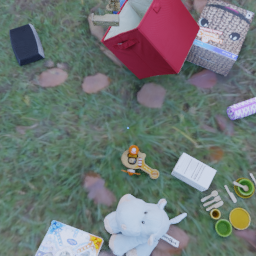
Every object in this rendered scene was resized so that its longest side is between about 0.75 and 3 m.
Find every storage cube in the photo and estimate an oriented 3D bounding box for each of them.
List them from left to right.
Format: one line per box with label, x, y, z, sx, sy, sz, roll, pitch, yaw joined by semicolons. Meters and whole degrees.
storage cube;0.848;-3.368;10.025;2.243;2.133;2.496;40;68;-32

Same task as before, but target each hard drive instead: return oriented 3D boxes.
hard drive;-4.186;-3.456;11.456;1.159;0.364;1.718;-21;72;-7

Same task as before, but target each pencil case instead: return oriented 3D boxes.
pencil case;4.383;-0.740;10.401;1.362;0.582;0.572;-22;77;-6

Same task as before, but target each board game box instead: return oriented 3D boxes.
board game box;-1.182;2.410;5.208;1.119;0.145;1.119;15;56;14
board game box;3.537;-3.614;11.081;1.918;1.165;2.406;24;72;8

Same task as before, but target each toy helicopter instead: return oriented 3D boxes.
toy helicopter;0.406;1.345;9.707;1.462;0.577;0.967;34;71;3

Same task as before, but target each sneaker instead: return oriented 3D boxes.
sneaker;0.483;-5.048;11.736;2.314;0.909;1.032;-11;68;-4

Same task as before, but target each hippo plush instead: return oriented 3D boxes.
hippo plush;0.451;3.068;8.288;2.542;2.044;2.025;18;72;6

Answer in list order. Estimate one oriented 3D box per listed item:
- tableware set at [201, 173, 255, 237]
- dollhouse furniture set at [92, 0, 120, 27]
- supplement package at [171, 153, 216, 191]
tableware set;3.711;2.569;9.373;2.237;0.343;1.507;-24;73;-8
dollhouse furniture set;-0.577;-3.337;7.502;0.715;0.943;1.076;2;93;0
supplement package;2.212;1.510;9.523;1.225;0.743;0.734;29;73;10
